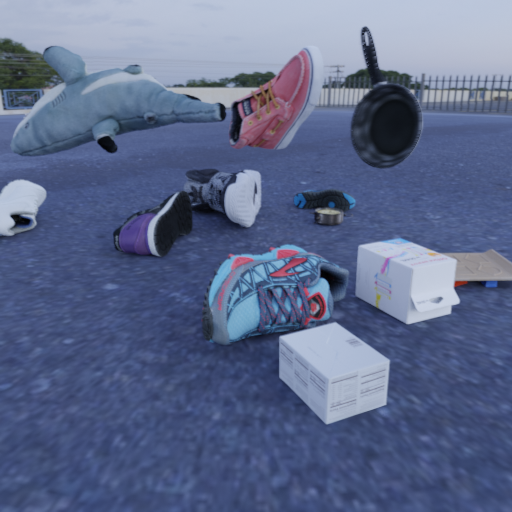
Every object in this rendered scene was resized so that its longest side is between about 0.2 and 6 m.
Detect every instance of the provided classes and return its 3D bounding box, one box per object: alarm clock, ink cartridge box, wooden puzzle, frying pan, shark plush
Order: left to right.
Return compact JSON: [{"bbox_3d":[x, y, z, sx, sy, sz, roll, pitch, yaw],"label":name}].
[{"bbox_3d":[-2.436,-2.366,10.216,4.184,1.901,1.743,12,56,15],"label":"shark plush"},{"bbox_3d":[1.906,-0.979,13.932,1.049,0.349,0.708,-6,19,-10],"label":"alarm clock"},{"bbox_3d":[2.740,-3.469,12.983,0.509,1.892,3.127,-6,62,-43],"label":"frying pan"},{"bbox_3d":[2.433,0.395,8.970,0.950,0.926,1.478,-10,21,-27],"label":"ink cartridge box"},{"bbox_3d":[3.887,0.271,10.339,1.464,0.339,1.356,-5,18,-1],"label":"wooden puzzle"}]

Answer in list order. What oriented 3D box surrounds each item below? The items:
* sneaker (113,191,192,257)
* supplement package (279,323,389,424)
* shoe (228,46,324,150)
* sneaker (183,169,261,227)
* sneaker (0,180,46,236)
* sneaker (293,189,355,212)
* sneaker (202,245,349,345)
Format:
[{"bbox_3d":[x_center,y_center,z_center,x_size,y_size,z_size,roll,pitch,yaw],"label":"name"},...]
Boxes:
[{"bbox_3d":[-2.281,-0.796,12.460,1.205,1.042,2.752,-1,18,13],"label":"sneaker"},{"bbox_3d":[0.897,1.352,6.653,0.849,0.604,1.090,-10,22,-25],"label":"supplement package"},{"bbox_3d":[0.250,-2.460,9.079,1.018,0.799,2.237,-8,-21,-21],"label":"shoe"},{"bbox_3d":[-0.956,-1.496,14.132,1.948,1.292,3.424,2,13,6],"label":"sneaker"},{"bbox_3d":[-5.749,-1.027,13.476,1.221,1.044,2.803,15,25,2],"label":"sneaker"},{"bbox_3d":[1.902,-1.584,15.293,1.684,0.617,0.690,8,20,22],"label":"sneaker"},{"bbox_3d":[0.417,0.526,8.260,1.413,1.173,2.958,14,24,32],"label":"sneaker"}]
